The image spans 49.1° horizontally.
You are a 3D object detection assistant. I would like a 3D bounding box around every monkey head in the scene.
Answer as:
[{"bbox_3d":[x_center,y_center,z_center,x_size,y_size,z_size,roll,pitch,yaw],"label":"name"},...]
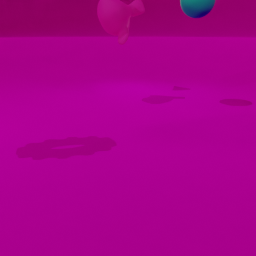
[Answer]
[{"bbox_3d":[-0.224,-3.614,8.769,1.392,1.935,1.166,-20,7,20],"label":"monkey head"}]

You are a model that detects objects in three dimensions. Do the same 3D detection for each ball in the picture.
[{"bbox_3d":[2.056,-3.774,8.255,1.008,1.008,1.008,0,20,0],"label":"ball"}]
